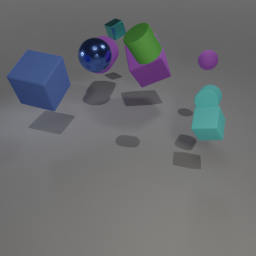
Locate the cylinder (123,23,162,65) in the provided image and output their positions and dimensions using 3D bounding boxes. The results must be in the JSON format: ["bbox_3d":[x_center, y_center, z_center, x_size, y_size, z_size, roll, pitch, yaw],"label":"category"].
[{"bbox_3d":[0.356,-2.011,6.705,0.700,0.700,0.700,-21,46,23],"label":"cylinder"}]

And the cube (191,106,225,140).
[{"bbox_3d":[2.241,-0.121,7.779,0.700,0.700,0.700,-2,59,33],"label":"cube"}]

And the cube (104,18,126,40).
[{"bbox_3d":[-0.617,-4.827,13.687,0.700,0.700,0.700,-35,43,-14],"label":"cube"}]

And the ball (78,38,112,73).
[{"bbox_3d":[-1.356,-2.993,11.550,1.400,1.400,1.400,0,32,0],"label":"ball"}]

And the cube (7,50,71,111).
[{"bbox_3d":[-3.042,-1.652,9.800,1.400,1.400,1.400,14,57,12],"label":"cube"}]

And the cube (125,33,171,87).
[{"bbox_3d":[0.849,-2.833,11.889,1.400,1.400,1.400,-19,61,18],"label":"cube"}]

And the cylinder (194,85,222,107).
[{"bbox_3d":[2.416,-0.886,8.424,0.700,0.700,0.700,14,26,21],"label":"cylinder"}]

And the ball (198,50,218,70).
[{"bbox_3d":[2.854,-2.420,9.980,0.700,0.700,0.700,0,32,0],"label":"ball"}]

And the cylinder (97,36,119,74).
[{"bbox_3d":[-1.242,-3.406,12.987,1.400,1.400,1.400,5,31,8],"label":"cylinder"}]
